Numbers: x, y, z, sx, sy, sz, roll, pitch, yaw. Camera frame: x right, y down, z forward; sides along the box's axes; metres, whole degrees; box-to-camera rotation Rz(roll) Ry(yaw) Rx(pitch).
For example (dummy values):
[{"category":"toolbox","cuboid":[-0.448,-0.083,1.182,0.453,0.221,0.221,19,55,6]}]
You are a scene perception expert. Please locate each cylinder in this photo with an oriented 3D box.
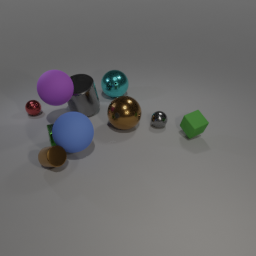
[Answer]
[{"category":"cylinder","cuboid":[-2.058,-1.428,12.403,1.400,1.400,1.400,-5,49,5]},{"category":"cylinder","cuboid":[-2.496,0.943,9.244,0.700,0.700,0.700,-11,15,48]}]

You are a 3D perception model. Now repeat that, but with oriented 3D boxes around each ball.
[{"category":"ball","cuboid":[-2.839,-1.567,10.963,1.400,1.400,1.400,0,31,0]},{"category":"ball","cuboid":[-0.145,-0.615,11.401,1.400,1.400,1.400,0,31,0]},{"category":"ball","cuboid":[-0.663,-2.223,14.112,1.400,1.400,1.400,0,31,0]},{"category":"ball","cuboid":[-4.255,-0.918,12.589,0.700,0.700,0.700,0,31,0]},{"category":"ball","cuboid":[1.295,-0.361,11.654,0.700,0.700,0.700,0,31,0]},{"category":"ball","cuboid":[-1.875,0.141,9.602,1.400,1.400,1.400,0,31,0]}]

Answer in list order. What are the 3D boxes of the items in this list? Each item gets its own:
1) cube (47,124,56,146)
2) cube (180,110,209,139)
[{"category":"cube","cuboid":[-2.625,0.270,10.592,0.700,0.700,0.700,-12,33,-18]},{"category":"cube","cuboid":[2.529,-0.147,10.747,0.700,0.700,0.700,-22,62,-20]}]
